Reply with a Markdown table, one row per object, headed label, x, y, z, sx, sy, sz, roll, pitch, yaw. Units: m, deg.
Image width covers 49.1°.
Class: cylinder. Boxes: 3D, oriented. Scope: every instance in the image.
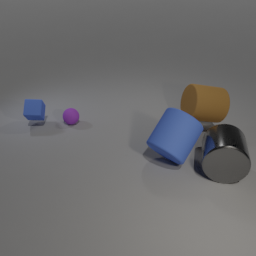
| label | x | y | z | sx | sy | sz | roll | pitch | yaw |
| --- | --- | --- | --- | --- | --- | --- | --- | --- | --- |
| cylinder | 1.544 | 0.270 | 9.292 | 1.400 | 1.400 | 1.400 | 26 | 79 | 37 |
| cylinder | 2.986 | -0.956 | 10.969 | 1.400 | 1.400 | 1.400 | 5 | 28 | -16 |
| cylinder | 3.074 | 0.793 | 8.904 | 1.400 | 1.400 | 1.400 | 7 | 31 | 12 |

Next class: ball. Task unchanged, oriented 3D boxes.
| label | x | y | z | sx | sy | sz | roll | pitch | yaw |
| --- | --- | --- | --- | --- | --- | --- | --- | --- | --- |
| ball | -2.421 | -0.500 | 11.895 | 0.700 | 0.700 | 0.700 | 0 | 30 | 0 |

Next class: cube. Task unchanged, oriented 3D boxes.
| label | x | y | z | sx | sy | sz | roll | pitch | yaw |
| --- | --- | --- | --- | --- | --- | --- | --- | --- | --- |
| cube | -3.869 | -0.747 | 11.617 | 0.700 | 0.700 | 0.700 | 1 | -15 | -3 |
